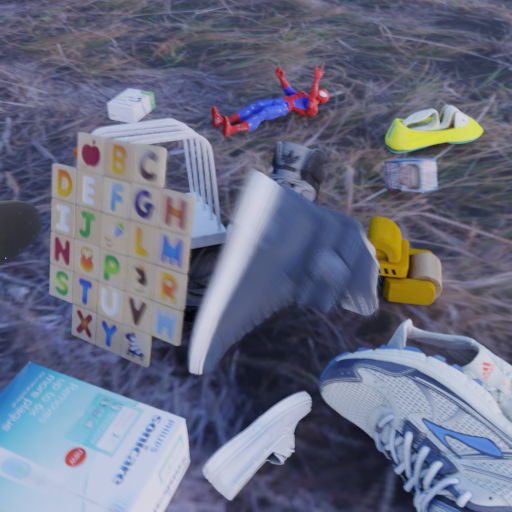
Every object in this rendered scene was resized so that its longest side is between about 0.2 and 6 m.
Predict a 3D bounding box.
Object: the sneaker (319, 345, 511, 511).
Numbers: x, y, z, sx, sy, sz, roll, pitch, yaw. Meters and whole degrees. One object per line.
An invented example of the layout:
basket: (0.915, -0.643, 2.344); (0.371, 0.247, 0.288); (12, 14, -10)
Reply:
sneaker: (2.037, 2.134, 5.708); (3.427, 1.320, 1.460); (24, 49, 27)

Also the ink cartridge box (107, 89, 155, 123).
ink cartridge box: (-2.991, -3.600, 13.424); (0.710, 0.412, 0.980); (14, 41, 17)

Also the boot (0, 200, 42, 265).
boot: (-4.968, -0.202, 8.822); (3.028, 1.114, 1.142); (-28, 36, -27)

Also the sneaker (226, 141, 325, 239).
sneaker: (0.331, -0.949, 8.196); (0.906, 1.366, 2.401); (18, 23, 21)

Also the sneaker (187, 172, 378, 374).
sneaker: (0.363, 0.608, 6.908); (1.986, 2.748, 1.045); (22, 21, -5)

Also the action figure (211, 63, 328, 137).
action figure: (0.463, -3.758, 12.903); (2.922, 1.446, 0.954); (-17, 42, -23)

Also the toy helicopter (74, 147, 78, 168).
toy helicopter: (-2.737, -1.772, 11.045); (1.592, 0.628, 1.053); (-18, 43, -26)

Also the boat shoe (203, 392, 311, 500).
boat shoe: (0.136, 2.124, 6.318); (1.528, 0.550, 0.524); (-28, 63, -35)

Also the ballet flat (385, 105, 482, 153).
ballet flat: (3.941, -2.815, 12.137); (2.446, 0.820, 0.817); (-13, 41, -16)

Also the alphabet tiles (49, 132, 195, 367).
alphabet tiles: (-1.829, -0.067, 7.202); (2.357, 2.833, 0.090); (16, 18, 28)

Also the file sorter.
file sorter: (-1.686, -1.182, 8.859); (1.822, 1.635, 2.626); (-11, 21, -13)

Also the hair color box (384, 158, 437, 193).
hair color box: (2.811, -1.484, 10.261); (0.344, 0.569, 1.137); (-12, 13, -18)

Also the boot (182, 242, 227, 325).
boot: (-0.509, 0.410, 8.335); (2.272, 0.793, 1.495); (-4, 41, 12)

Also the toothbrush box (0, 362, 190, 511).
toothbrush box: (-1.952, 2.216, 5.884); (2.067, 0.881, 1.513); (16, 42, 17)

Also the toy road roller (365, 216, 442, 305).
toy road roller: (2.078, 0.034, 8.413); (1.473, 1.075, 0.905); (8, 40, 10)

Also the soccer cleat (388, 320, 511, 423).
soccer cleat: (2.770, 1.589, 6.539); (2.653, 1.029, 0.919); (20, 43, 22)
